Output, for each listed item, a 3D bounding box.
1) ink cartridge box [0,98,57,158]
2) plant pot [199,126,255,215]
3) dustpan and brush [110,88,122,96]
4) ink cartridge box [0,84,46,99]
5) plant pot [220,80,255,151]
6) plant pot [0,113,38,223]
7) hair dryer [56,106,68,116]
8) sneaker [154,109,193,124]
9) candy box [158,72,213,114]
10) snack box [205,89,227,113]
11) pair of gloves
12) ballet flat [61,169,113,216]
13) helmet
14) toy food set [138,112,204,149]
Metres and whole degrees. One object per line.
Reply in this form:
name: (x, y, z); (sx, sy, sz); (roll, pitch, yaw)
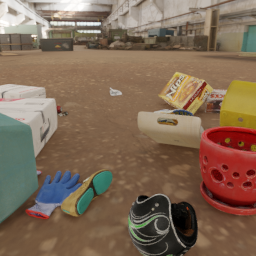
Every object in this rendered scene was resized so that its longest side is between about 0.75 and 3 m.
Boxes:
ink cartridge box: (-3.448, -0.041, 8.418); (2.007, 1.168, 2.755); (0, 18, 1)
plant pot: (2.197, 0.822, 5.616); (1.537, 1.400, 1.537); (0, 20, 0)
dustpan and brush: (-0.793, -2.011, 15.355); (0.634, 0.260, 0.908); (-10, 22, -26)
ink cartridge box: (-4.960, -1.311, 12.378); (2.161, 0.911, 1.564); (8, 21, 22)
plant pot: (3.662, -0.242, 8.410); (1.783, 1.782, 1.572); (15, 37, 37)
plant pot: (-3.199, 0.785, 4.645); (2.115, 2.114, 2.993); (18, 26, 41)
hair dryer: (-3.091, -0.692, 11.551); (0.882, 0.315, 1.158); (-17, 25, -37)
sneaker: (1.660, -0.505, 10.604); (1.566, 0.589, 0.690); (1, 20, 2)
candy box: (2.419, -1.544, 12.218); (0.682, 1.424, 2.467); (37, 4, -26)
snack box: (4.626, -1.068, 11.619); (2.689, 0.967, 0.327); (3, 20, 8)
pair of gloves: (-2.070, 1.307, 6.025); (2.018, 0.230, 1.622); (6, 20, 14)
ballet flat: (-0.840, 1.261, 5.790); (0.468, 0.510, 1.486); (-4, 16, 26)
helmet: (0.476, 1.498, 4.330); (0.970, 1.017, 1.017); (-27, 3, 34)
toy food set: (1.382, 0.028, 7.672); (1.603, 0.675, 2.234); (8, -12, 26)
